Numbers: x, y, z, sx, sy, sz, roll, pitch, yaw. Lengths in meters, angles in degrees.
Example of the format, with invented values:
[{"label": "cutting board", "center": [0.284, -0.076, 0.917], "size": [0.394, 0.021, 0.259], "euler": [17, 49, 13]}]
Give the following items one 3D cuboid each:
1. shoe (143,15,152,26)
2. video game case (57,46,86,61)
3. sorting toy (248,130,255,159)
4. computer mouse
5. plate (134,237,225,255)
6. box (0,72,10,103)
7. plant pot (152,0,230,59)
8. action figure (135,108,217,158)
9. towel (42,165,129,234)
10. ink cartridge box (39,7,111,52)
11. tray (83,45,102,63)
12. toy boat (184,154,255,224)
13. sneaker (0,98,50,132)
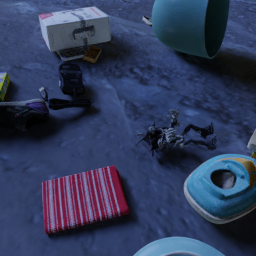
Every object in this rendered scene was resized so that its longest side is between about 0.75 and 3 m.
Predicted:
[{"label": "shoe", "center": [0.921, -4.814, 12.572], "size": [0.299, 0.229, 0.856], "euler": [-23, 47, -24]}, {"label": "video game case", "center": [-2.087, -2.815, 10.455], "size": [0.959, 0.110, 0.874], "euler": [-18, 45, -20]}, {"label": "sorting toy", "center": [4.106, 0.392, 6.398], "size": [2.219, 0.777, 2.233], "euler": [25, 48, 25]}, {"label": "computer mouse", "center": [-1.948, -1.191, 8.357], "size": [1.415, 0.464, 2.015], "euler": [-7, 51, -24]}, {"label": "plate", "center": [0.889, 2.687, 4.233], "size": [2.267, 0.290, 2.267], "euler": [0, 43, 0]}, {"label": "box", "center": [-4.156, -1.190, 8.490], "size": [0.834, 0.344, 1.422], "euler": [-6, 44, -6]}, {"label": "plant pot", "center": [2.145, -3.926, 9.966], "size": [2.138, 2.664, 2.664], "euler": [14, 43, 30]}, {"label": "action figure", "center": [1.066, 0.104, 6.510], "size": [1.845, 0.942, 1.097], "euler": [0, 46, 8]}, {"label": "towel", "center": [-0.882, 1.417, 5.717], "size": [1.655, 0.186, 1.197], "euler": [-11, 45, -10]}, {"label": "ink cartridge box", "center": [-2.063, -3.904, 10.910], "size": [2.393, 1.015, 1.743], "euler": [-15, 39, -18]}, {"label": "tray", "center": [-1.296, -2.708, 10.227], "size": [0.445, 0.167, 0.903], "euler": [18, 42, -2]}, {"label": "toy boat", "center": [2.281, 1.257, 5.267], "size": [1.833, 1.013, 2.181], "euler": [-28, 49, -28]}, {"label": "sneaker", "center": [-2.929, -0.245, 7.234], "size": [1.770, 0.670, 0.775], "euler": [-15, 50, -16]}]
